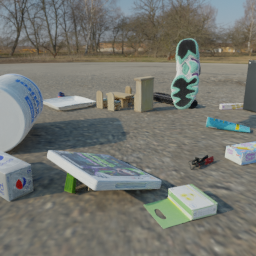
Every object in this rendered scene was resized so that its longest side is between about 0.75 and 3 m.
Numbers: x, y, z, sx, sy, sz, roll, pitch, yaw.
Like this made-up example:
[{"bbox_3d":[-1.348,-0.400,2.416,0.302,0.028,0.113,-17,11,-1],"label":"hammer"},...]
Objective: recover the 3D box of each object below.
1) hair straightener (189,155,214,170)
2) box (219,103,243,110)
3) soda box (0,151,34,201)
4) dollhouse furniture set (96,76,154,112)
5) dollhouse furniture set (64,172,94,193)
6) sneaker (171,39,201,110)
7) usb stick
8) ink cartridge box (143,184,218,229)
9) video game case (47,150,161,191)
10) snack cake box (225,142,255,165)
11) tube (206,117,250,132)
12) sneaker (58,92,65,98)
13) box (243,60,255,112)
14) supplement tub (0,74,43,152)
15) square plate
[{"bbox_3d":[1.799,0.863,7.083,0.886,0.181,0.341,-20,25,-39],"label":"hair straightener"},{"bbox_3d":[4.936,-1.019,13.194,1.232,0.255,0.238,-2,16,-8],"label":"box"},{"bbox_3d":[-2.806,0.915,6.038,1.817,0.620,0.576,14,22,37],"label":"soda box"},{"bbox_3d":[0.007,-1.714,13.304,2.328,1.515,2.138,15,22,40],"label":"dollhouse furniture set"},{"bbox_3d":[-0.833,1.162,6.029,0.520,0.402,1.041,5,-3,41],"label":"dollhouse furniture set"},{"bbox_3d":[2.113,-1.699,9.643,0.906,2.332,1.631,9,-2,20],"label":"sneaker"},{"bbox_3d":[2.291,-1.439,14.268,0.771,0.454,2.782,-5,16,-37],"label":"usb stick"},{"bbox_3d":[0.937,1.390,5.112,1.094,0.262,0.796,-5,17,-22],"label":"ink cartridge box"},{"bbox_3d":[-0.529,0.872,5.979,1.730,0.222,1.903,10,5,-42],"label":"video game case"},{"bbox_3d":[3.175,0.654,7.390,1.027,0.345,0.591,-6,19,-22],"label":"snack cake box"},{"bbox_3d":[3.537,-0.070,9.937,1.476,0.372,0.572,12,26,18],"label":"tube"},{"bbox_3d":[-3.863,-1.959,16.244,0.297,0.309,0.788,1,17,-1],"label":"sneaker"},{"bbox_3d":[6.201,-1.929,12.702,1.593,2.257,0.890,-7,18,-24],"label":"box"},{"bbox_3d":[-3.828,-0.583,8.719,1.968,1.968,2.984,-2,17,-8],"label":"supplement tub"},{"bbox_3d":[-2.972,-1.227,13.808,2.071,0.297,2.091,-14,21,-38],"label":"square plate"}]
